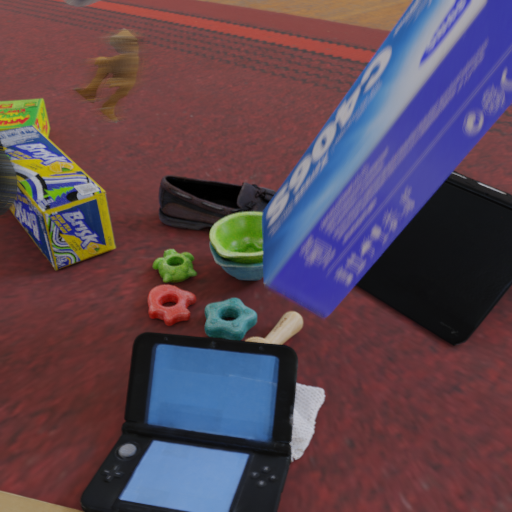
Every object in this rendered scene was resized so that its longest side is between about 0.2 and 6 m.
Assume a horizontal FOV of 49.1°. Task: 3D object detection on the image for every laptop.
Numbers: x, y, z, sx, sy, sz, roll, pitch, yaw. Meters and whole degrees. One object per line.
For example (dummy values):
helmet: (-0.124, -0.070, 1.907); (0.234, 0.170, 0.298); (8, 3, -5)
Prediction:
laptop: (3.091, -0.323, 9.135); (3.651, 1.885, 3.235); (0, 27, -47)

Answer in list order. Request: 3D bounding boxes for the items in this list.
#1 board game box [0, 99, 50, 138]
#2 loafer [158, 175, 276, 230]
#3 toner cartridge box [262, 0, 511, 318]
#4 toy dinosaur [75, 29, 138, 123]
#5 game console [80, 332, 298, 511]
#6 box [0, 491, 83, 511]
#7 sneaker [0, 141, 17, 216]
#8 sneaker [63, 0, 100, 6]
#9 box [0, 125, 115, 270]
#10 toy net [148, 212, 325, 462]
board game box: (-6.120, -2.548, 11.718); (3.214, 0.765, 1.633); (-7, 36, -10)
loafer: (-0.404, -0.886, 9.376); (2.556, 0.805, 0.919); (3, 36, 4)
toner cartridge box: (1.413, -1.331, 5.690); (0.820, 3.800, 1.805); (29, 24, -16)
toy dinosaur: (-1.626, -2.196, 6.751); (1.032, 0.587, 1.943); (-53, 21, -1)
game console: (-0.616, 1.661, 5.434); (1.836, 1.069, 1.615); (3, 24, 15)
box: (-1.960, 2.866, 4.699); (1.909, 0.203, 1.560); (8, 37, 10)
sneaker: (-3.972, -1.951, 6.489); (1.263, 3.305, 1.893); (-34, 11, -22)
sneaker: (-1.963, -4.503, 8.455); (2.265, 0.846, 0.929); (-31, 7, -8)
box: (-3.554, -1.094, 9.389); (1.029, 1.121, 3.200); (-23, 42, -29)
toy net: (-0.354, 0.805, 7.075); (2.071, 0.762, 3.947); (-5, 36, -7)
